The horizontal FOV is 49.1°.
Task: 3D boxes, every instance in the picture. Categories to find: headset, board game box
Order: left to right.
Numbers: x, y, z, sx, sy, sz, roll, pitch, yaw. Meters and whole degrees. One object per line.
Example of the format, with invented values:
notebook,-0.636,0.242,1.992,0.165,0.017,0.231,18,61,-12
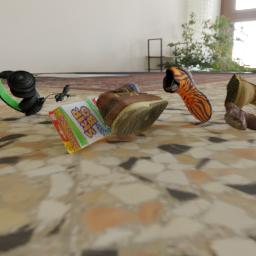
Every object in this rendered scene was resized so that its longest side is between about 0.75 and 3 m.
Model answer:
headset,-3.045,-1.156,8.812,2.462,1.520,1.157,11,50,22
board game box,-0.901,-0.150,6.379,0.304,0.970,2.030,-28,0,30

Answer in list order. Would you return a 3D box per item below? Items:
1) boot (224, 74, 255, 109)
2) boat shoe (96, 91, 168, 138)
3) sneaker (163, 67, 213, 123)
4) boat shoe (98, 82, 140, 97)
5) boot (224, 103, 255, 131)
boot,3.922,-0.664,7.822,2.251,0.744,1.971,26,38,5
boat shoe,0.203,-0.510,6.830,0.948,1.010,2.806,42,21,15
sneaker,1.679,-1.001,8.456,1.131,0.783,2.019,-3,55,-44
boat shoe,-0.403,-0.722,8.737,0.997,0.995,2.754,-17,3,-20
boot,2.198,-0.101,5.284,0.889,0.306,0.954,32,23,6
